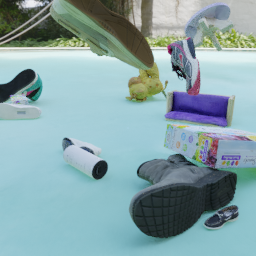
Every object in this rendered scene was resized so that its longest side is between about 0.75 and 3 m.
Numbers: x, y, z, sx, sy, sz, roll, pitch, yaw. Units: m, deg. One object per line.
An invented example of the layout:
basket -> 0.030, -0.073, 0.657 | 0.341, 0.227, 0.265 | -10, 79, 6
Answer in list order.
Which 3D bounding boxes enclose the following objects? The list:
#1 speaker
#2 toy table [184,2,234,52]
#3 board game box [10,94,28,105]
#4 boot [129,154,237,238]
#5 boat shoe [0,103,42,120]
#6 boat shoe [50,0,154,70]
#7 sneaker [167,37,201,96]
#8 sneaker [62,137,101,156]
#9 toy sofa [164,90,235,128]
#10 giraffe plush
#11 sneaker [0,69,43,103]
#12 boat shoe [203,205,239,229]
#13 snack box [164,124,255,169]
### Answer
speaker -> -1.048, 0.820, 6.798 | 0.501, 0.501, 1.233 | -18, 25, -41
toy table -> 2.829, -3.487, 9.791 | 1.548, 1.684, 0.986 | 24, 46, -34
board game box -> -4.589, -1.002, 11.852 | 0.622, 0.611, 1.186 | -9, 21, -25
boot -> 0.724, 1.161, 5.540 | 2.662, 0.901, 1.739 | -6, 14, -38
boat shoe -> -4.302, -0.682, 10.998 | 1.788, 0.644, 0.613 | -3, 7, -4
boat shoe -> -0.401, -1.619, 4.917 | 1.994, 0.648, 0.719 | 31, 50, -24
sneaker -> 1.607, -1.692, 7.945 | 0.758, 0.818, 2.030 | -10, 52, 9
sneaker -> -1.302, 0.576, 7.737 | 1.293, 0.482, 0.563 | 20, 15, 31
toy sofa -> 2.660, -0.766, 10.540 | 2.499, 1.035, 1.219 | 10, 21, 27
giraffe plush -> 0.716, -1.999, 13.718 | 1.754, 1.866, 2.163 | -21, 62, -25
sneaker -> -5.121, -1.681, 13.118 | 2.707, 1.132, 1.634 | -27, -15, 5
boat shoe -> 1.680, 1.583, 5.005 | 0.776, 0.234, 0.287 | -9, 21, -23
snack box -> 2.423, 0.412, 6.758 | 2.538, 0.672, 1.805 | 4, 8, -28
